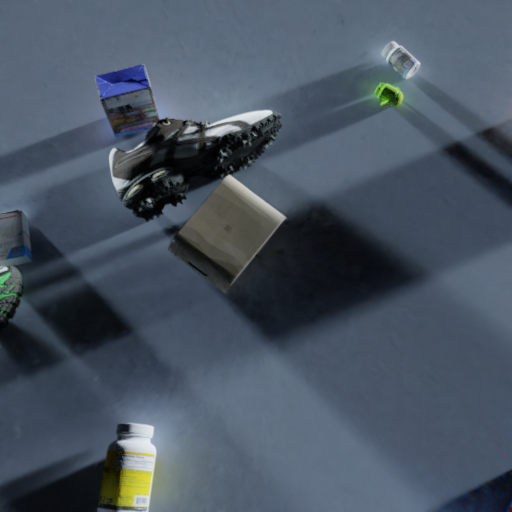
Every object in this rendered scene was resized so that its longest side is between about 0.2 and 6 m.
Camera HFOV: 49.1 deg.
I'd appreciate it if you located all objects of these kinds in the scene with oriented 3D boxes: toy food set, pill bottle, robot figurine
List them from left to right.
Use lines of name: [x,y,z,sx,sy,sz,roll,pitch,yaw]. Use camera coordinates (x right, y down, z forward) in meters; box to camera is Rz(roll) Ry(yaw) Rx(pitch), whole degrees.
pill bottle: [-1.907,3.206,8.381,0.730,0.730,1.299,4,67,2]
toy food set: [-0.494,-0.403,9.878,1.287,0.542,1.793,38,78,5]
robot figurine: [2.607,-3.131,10.921,0.563,0.326,0.494,33,61,8]
pill bottle: [2.872,-3.906,11.163,0.409,0.409,0.718,-36,73,-12]

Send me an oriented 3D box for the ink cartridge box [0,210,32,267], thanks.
ink cartridge box: [-4.352,-0.291,9.848,0.649,0.380,0.898,-12,72,-4]

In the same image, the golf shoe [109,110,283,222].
golf shoe: [-1.115,-2.035,10.032,3.279,1.275,1.549,-29,72,-11]

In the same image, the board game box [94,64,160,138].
board game box: [-2.345,-2.844,10.361,0.921,1.155,0.560,-16,68,-7]

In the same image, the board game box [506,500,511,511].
board game box: [4.577,4.399,8.013,2.101,0.587,2.057,33,74,11]

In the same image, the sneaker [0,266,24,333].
sneaker: [-5.023,1.038,8.998,2.741,1.069,1.168,-40,74,-13]
